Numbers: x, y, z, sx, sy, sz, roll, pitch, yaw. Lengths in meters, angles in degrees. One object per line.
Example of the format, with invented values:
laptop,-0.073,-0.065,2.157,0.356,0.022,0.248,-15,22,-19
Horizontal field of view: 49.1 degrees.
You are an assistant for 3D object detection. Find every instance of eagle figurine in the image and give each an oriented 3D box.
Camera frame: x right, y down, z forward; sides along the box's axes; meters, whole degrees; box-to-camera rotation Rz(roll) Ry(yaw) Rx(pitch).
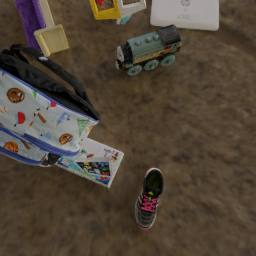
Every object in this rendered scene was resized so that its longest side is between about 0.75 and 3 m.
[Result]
eagle figurine,-0.527,-4.340,9.735,1.488,1.123,1.129,25,106,-5

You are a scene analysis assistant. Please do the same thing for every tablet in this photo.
tablet,2.063,-4.290,10.149,2.422,0.165,1.576,6,70,1

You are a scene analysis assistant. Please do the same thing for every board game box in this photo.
board game box,-1.120,0.917,8.219,1.717,0.297,1.084,22,72,8

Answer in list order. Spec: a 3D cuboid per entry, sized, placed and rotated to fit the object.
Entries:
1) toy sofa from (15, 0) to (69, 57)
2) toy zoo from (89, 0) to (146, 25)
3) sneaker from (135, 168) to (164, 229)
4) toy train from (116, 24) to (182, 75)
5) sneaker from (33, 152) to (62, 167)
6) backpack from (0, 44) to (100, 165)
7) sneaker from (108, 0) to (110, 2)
toy sofa,-3.087,-3.887,9.474,1.365,1.158,2.797,-18,71,-7
toy zoo,-0.322,-3.160,6.154,1.241,1.892,0.194,-9,47,8
sneaker,0.593,1.868,7.643,0.631,0.749,1.712,15,71,5
toy train,0.659,-2.479,8.907,2.231,1.271,0.951,-18,71,-7
sneaker,-2.146,-0.001,8.204,0.960,1.030,2.598,37,54,-22
backpack,-1.880,-0.373,5.691,2.451,2.573,1.982,25,104,-16
sneaker,-0.734,-4.556,10.129,0.331,0.364,0.887,-4,71,-1
